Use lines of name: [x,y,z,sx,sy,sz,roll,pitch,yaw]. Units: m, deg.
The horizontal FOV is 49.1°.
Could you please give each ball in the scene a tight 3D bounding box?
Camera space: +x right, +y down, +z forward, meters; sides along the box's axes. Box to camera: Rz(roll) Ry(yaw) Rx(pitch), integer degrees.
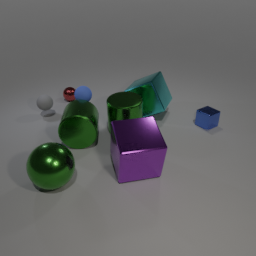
ball: [-1.795,-1.339,11.237,0.700,0.700,0.700,0,30,0]
ball: [-3.613,-1.102,12.184,0.700,0.700,0.700,0,30,0]
ball: [-2.867,-1.686,13.883,0.700,0.700,0.700,0,30,0]
ball: [-2.276,1.119,8.307,1.400,1.400,1.400,0,30,0]

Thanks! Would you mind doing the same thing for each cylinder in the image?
cylinder: [-0.114,-0.523,11.068,1.400,1.400,1.400,-1,34,1]
cylinder: [-1.818,-0.163,10.518,1.400,1.400,1.400,-1,30,-3]

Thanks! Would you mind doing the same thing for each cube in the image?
cube: [0.914,-1.441,12.284,1.400,1.400,1.400,-16,20,31]
cube: [3.311,-0.419,11.680,0.700,0.700,0.700,-20,36,-30]
cube: [0.265,0.661,8.748,1.400,1.400,1.400,-7,45,-12]
